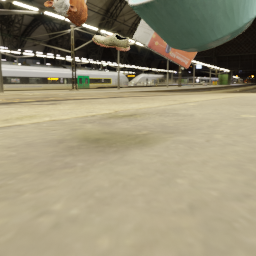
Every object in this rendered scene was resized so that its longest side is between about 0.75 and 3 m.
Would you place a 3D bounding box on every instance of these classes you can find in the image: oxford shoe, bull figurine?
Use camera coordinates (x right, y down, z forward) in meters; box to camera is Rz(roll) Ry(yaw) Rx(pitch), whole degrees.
[{"bbox_3d":[-0.387,-2.081,6.566,0.912,0.337,0.323,13,44,5],"label":"oxford shoe"},{"bbox_3d":[-1.750,-3.877,8.234,0.831,1.549,2.552,3,5,2],"label":"bull figurine"}]

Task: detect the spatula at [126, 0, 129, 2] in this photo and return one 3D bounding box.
[{"bbox_3d":[0.670,-3.754,6.799,1.172,1.685,0.135,5,43,-23],"label":"spatula"}]

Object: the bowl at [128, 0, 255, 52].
[{"bbox_3d":[1.333,-2.223,4.894,2.390,1.250,2.390,-24,29,15],"label":"bowl"}]

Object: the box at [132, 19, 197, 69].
[{"bbox_3d":[1.632,-3.529,9.261,1.843,2.421,1.287,19,18,-30],"label":"box"}]
